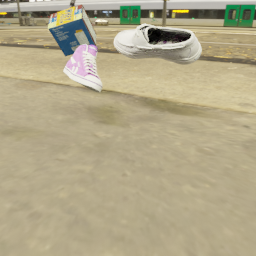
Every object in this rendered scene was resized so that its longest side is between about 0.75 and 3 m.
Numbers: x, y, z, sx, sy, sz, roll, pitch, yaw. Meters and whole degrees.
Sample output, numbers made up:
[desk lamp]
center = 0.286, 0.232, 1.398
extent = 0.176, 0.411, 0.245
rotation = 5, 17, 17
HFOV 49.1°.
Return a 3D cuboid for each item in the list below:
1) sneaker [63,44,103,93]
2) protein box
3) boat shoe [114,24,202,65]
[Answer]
[sneaker]
center = -1.142, -1.778, 7.868
extent = 0.728, 1.145, 2.008
rotation = 25, 10, -43
[protein box]
center = -1.870, -3.315, 9.605
extent = 1.211, 1.220, 0.823
rotation = -13, 53, 11
[boat shoe]
center = 0.653, -2.419, 7.737
extent = 2.723, 0.933, 0.980
rotation = 26, 77, 32
